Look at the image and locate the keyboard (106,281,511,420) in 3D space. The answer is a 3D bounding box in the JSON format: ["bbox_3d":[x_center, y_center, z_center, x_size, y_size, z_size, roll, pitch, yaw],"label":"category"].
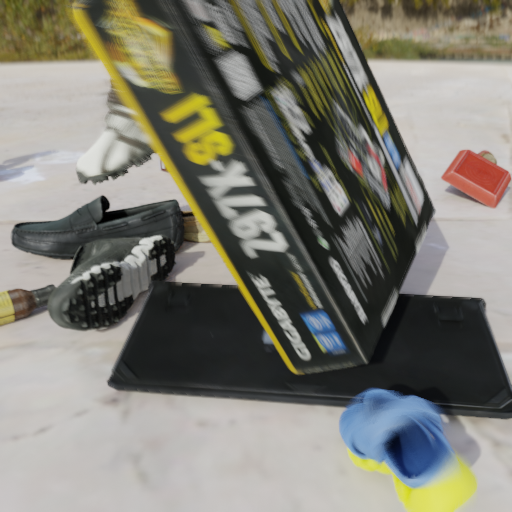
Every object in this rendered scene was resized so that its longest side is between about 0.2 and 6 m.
[{"bbox_3d":[0.586,0.835,6.157,3.888,0.499,2.335,3,33,6],"label":"keyboard"}]

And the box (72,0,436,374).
[{"bbox_3d":[0.406,-1.193,5.525,0.909,3.686,2.943,-18,22,36],"label":"box"}]

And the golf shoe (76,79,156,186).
[{"bbox_3d":[-1.631,-1.978,7.723,2.766,1.307,1.075,-25,20,26],"label":"golf shoe"}]

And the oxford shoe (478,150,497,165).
[{"bbox_3d":[4.867,-1.728,12.120,0.802,0.755,2.144,42,39,20],"label":"oxford shoe"}]

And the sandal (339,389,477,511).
[{"bbox_3d":[1.018,1.301,4.227,0.642,0.704,1.617,-27,1,-13],"label":"sandal"}]

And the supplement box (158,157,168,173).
[{"bbox_3d":[-1.502,-2.320,12.821,0.563,1.006,1.849,-22,33,-40],"label":"supplement box"}]

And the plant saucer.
[{"bbox_3d":[4.462,-1.614,11.213,1.195,0.220,1.197,34,53,13],"label":"plant saucer"}]

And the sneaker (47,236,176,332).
[{"bbox_3d":[-2.006,0.291,7.162,1.074,0.789,2.374,5,20,19],"label":"sneaker"}]

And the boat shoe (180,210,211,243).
[{"bbox_3d":[-1.442,-0.605,9.420,1.732,0.559,0.617,4,24,9],"label":"boat shoe"}]

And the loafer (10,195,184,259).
[{"bbox_3d":[-2.438,-0.493,8.685,2.633,0.924,0.894,-2,21,-5],"label":"loafer"}]

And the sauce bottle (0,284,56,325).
[{"bbox_3d":[-3.055,0.631,6.811,1.248,0.404,0.404,-15,27,-36],"label":"sauce bottle"}]
